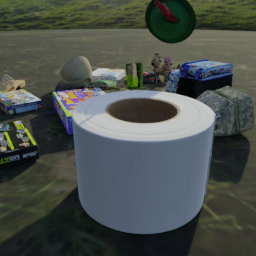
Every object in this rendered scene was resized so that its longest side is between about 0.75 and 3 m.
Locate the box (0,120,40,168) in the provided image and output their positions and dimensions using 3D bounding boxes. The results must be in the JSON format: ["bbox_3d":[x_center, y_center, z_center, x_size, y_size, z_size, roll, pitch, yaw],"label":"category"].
[{"bbox_3d":[-3.653,0.472,7.578,2.001,0.492,2.072,-12,26,-29],"label":"box"}]

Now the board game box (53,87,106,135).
[{"bbox_3d":[-1.514,-0.728,10.073,1.880,0.626,2.797,-10,26,-21],"label":"board game box"}]

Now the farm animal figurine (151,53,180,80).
[{"bbox_3d":[1.881,-3.093,14.774,1.818,0.948,1.798,21,2,-13],"label":"farm animal figurine"}]

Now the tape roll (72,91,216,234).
[{"bbox_3d":[0.280,0.482,5.793,2.755,1.892,2.755,-1,24,0],"label":"tape roll"}]

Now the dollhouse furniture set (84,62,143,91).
[{"bbox_3d":[-0.604,-2.195,11.850,2.195,1.102,1.438,-2,1,21],"label":"dollhouse furniture set"}]

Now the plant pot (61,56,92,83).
[{"bbox_3d":[-2.312,-2.507,13.400,1.508,1.508,1.012,-21,67,-39],"label":"plant pot"}]

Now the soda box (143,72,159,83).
[{"bbox_3d":[0.972,-2.666,14.632,1.291,0.457,0.409,11,29,25],"label":"soda box"}]

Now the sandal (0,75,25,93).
[{"bbox_3d":[-5.523,-2.062,12.833,0.912,0.819,2.489,3,24,6],"label":"sandal"}]

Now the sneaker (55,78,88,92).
[{"bbox_3d":[-2.248,-1.628,11.955,0.992,0.830,2.185,18,31,23],"label":"sneaker"}]

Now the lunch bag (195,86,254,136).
[{"bbox_3d":[2.932,-0.498,8.961,1.474,1.224,1.757,-17,26,-3],"label":"lunch bag"}]

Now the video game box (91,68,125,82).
[{"bbox_3d":[-1.133,-2.830,15.076,1.601,0.411,1.758,4,24,15],"label":"video game box"}]

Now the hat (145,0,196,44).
[{"bbox_3d":[1.083,-2.981,8.396,1.593,1.923,1.693,-29,30,40],"label":"hat"}]

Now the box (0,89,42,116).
[{"bbox_3d":[-4.438,-1.060,11.137,1.318,0.364,1.929,-18,30,-35],"label":"box"}]

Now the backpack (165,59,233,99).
[{"bbox_3d":[2.796,-1.962,11.641,2.231,1.644,2.444,-14,26,-27],"label":"backpack"}]
